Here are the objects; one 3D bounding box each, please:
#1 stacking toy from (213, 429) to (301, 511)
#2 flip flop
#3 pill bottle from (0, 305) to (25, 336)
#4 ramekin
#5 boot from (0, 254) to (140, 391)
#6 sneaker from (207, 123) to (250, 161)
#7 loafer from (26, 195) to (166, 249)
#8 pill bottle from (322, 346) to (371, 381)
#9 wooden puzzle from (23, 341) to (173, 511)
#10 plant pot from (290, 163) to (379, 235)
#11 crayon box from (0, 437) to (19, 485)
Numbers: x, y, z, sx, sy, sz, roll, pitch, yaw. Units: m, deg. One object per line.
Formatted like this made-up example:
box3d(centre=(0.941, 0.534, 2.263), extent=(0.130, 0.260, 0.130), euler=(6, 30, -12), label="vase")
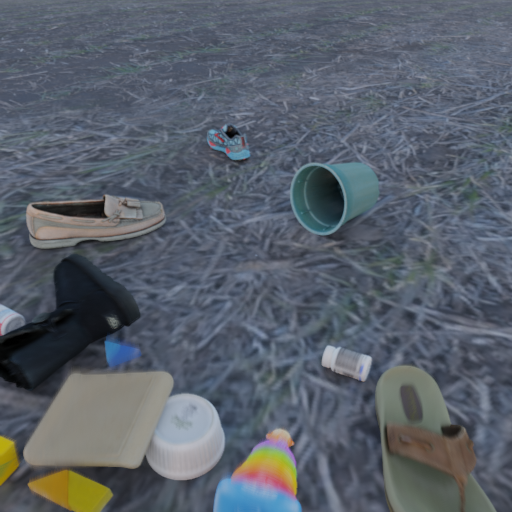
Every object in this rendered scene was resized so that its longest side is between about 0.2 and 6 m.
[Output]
box3d(centre=(0.173, 2.659, 6.845), extent=(0.971, 0.918, 1.673), euler=(13, 22, 11), label="stacking toy")
box3d(centre=(2.214, 2.363, 7.071), extent=(1.236, 0.878, 3.048), euler=(3, 32, 0), label="flip flop")
box3d(centre=(-4.352, 1.073, 9.504), extent=(0.812, 0.441, 0.441), euler=(19, 37, 27), label="pill bottle")
box3d(centre=(-0.965, 2.340, 7.428), extent=(1.072, 0.563, 1.072), euler=(-1, 33, 0), label="ramekin")
box3d(centre=(-3.375, 0.995, 9.102), extent=(2.130, 0.968, 2.535), euler=(-32, 34, -30), label="boot")
box3d(centre=(-0.770, -3.416, 16.026), extent=(0.736, 0.887, 1.857), euler=(-22, 39, -30), label="sneaker")
box3d(centre=(-3.400, -0.869, 12.059), extent=(2.917, 0.917, 1.049), euler=(-12, 35, -18), label="loafer")
box3d(centre=(1.393, 1.647, 8.656), extent=(0.693, 0.394, 0.394), euler=(15, 36, 21), label="pill bottle")
box3d(centre=(-2.025, 2.157, 7.361), extent=(1.716, 0.297, 2.543), euler=(2, 37, 22), label="wooden puzzle")
box3d(centre=(1.841, -1.405, 12.482), extent=(1.537, 1.569, 1.569), euler=(-21, 38, -41), label="plant pot")
box3d(centre=(-4.156, 2.686, 6.884), extent=(1.749, 0.510, 1.509), euler=(16, 37, 18), label="crayon box")
